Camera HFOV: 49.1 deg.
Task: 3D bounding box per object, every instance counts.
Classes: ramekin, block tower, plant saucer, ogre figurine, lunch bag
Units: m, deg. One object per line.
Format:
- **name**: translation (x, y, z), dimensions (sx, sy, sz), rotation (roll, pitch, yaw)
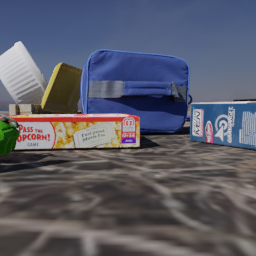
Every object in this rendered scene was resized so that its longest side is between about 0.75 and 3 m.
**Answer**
- **ramekin**: translation (-3.973, -1.763, 10.904), dimensions (1.332, 2.861, 2.861), rotation (-32, 12, -11)
- **block tower**: translation (-2.680, -0.428, 9.412), dimensions (0.790, 0.738, 2.734), rotation (1, 5, 22)
- **plant saucer**: translation (-2.026, -1.258, 8.880), dimensions (0.376, 1.551, 1.551), rotation (30, 11, 23)
- **ogre figurine**: translation (-2.459, -0.118, 2.324), dimensions (1.650, 1.350, 2.752), rotation (20, 26, 19)
- **lunch bag**: translation (0.226, -0.802, 6.832), dimensions (2.751, 1.869, 1.820), rotation (1, 5, -11)

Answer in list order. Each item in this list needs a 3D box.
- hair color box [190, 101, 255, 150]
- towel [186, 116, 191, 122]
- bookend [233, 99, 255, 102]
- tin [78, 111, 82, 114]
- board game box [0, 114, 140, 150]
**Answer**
- **hair color box**: translation (2.275, -0.064, 4.532), dimensions (1.223, 0.740, 2.446), rotation (-2, 5, -30)
- **towel**: translation (1.906, -0.509, 13.439), dimensions (1.930, 0.318, 2.666), rotation (-1, 4, -18)
- **bookend**: translation (3.975, -0.298, 6.960), dimensions (1.843, 0.849, 1.831), rotation (-1, 4, -23)
- **tin**: translation (-2.563, -0.571, 13.317), dimensions (2.460, 0.515, 1.378), rotation (0, 8, -2)
- **board game box**: translation (-0.997, 0.022, 4.892), dimensions (2.165, 0.501, 1.640), rotation (-1, 4, -9)
